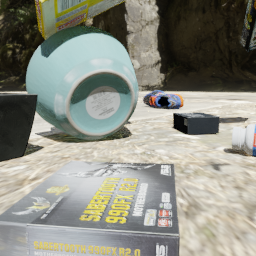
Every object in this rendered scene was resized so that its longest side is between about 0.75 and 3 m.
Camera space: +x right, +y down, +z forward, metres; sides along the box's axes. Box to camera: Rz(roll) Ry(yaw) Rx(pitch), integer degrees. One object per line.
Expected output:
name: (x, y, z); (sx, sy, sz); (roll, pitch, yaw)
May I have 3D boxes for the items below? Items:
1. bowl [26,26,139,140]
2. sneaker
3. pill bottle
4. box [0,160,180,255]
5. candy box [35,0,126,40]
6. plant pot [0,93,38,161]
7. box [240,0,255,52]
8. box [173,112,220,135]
bowl: (-0.763, -0.734, 5.815); (2.452, 2.452, 1.282); (-4, 30, -25)
sneaker: (1.548, -1.361, 13.622); (0.910, 0.874, 2.321); (-14, 14, -42)
pill bottle: (2.204, 0.204, 4.571); (0.927, 0.520, 0.520); (3, 9, 26)
box: (-0.172, 0.632, 2.345); (1.152, 0.352, 1.455); (2, 9, 9)
candy box: (-0.599, -2.742, 5.588); (2.622, 0.346, 1.340); (-34, 1, -17)
plant pot: (-2.212, -0.030, 4.416); (1.160, 1.031, 1.162); (7, 12, 37)
box: (3.594, -2.900, 6.745); (1.465, 0.427, 2.140); (-28, -24, 5)
box: (1.669, -0.139, 7.000); (0.788, 0.440, 1.116); (-5, 9, -8)
